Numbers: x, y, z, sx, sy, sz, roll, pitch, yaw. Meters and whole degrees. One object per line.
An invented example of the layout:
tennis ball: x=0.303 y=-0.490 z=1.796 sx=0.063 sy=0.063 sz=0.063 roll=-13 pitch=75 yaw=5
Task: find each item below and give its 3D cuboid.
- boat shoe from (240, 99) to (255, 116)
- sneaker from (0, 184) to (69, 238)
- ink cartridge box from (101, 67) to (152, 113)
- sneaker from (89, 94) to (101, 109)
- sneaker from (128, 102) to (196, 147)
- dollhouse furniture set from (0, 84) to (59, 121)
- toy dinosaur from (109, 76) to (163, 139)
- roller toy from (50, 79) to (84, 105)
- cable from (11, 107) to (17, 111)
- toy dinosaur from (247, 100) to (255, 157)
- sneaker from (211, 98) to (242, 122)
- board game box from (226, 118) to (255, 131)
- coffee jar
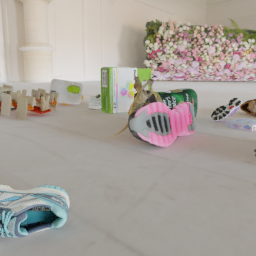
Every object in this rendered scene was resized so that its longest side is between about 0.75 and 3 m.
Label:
boat shoe: x=5.405 y=-0.808 z=11.550 sx=0.784 sy=0.836 sz=2.321 roll=-5 pitch=6 yaw=-1
sneaker: x=-1.446 y=1.028 z=3.402 sx=1.484 sy=0.576 sz=0.640 roll=-4 pitch=16 yaw=-18
ink cartridge box: x=0.170 y=-1.840 z=13.218 sx=2.767 sy=2.045 sz=1.048 roll=-6 pitch=14 yaw=-27
sneaker: x=-1.240 y=-1.387 z=14.353 sx=0.638 sy=0.727 sz=1.815 roll=9 pitch=13 yaw=41
sneaker: x=0.771 y=-0.125 z=7.935 sx=1.425 sy=1.180 sz=2.988 roll=-2 pitch=2 yaw=36
dollhouse furniture set: x=-4.615 y=-0.991 z=12.160 sx=2.510 sy=1.307 sz=2.538 roll=15 pitch=15 yaw=12
toy dinosaur: x=0.347 y=-0.679 z=8.556 sx=0.751 sy=2.581 sz=1.305 roll=35 pitch=-39 yaw=-21
roller toy: x=-3.412 y=-1.943 z=15.450 sx=1.733 sy=1.327 sz=1.899 roll=10 pitch=7 yaw=2
cable: x=-5.504 y=-0.866 z=13.434 sx=0.765 sy=0.193 sz=0.372 roll=-6 pitch=23 yaw=37
toy dinosaur: x=3.821 y=0.206 z=6.064 sx=1.870 sy=1.184 sz=2.759 roll=2 pitch=16 yaw=-21
sneaker: x=3.787 y=-0.589 z=10.659 sx=1.339 sy=0.559 sz=0.540 roll=-30 pitch=50 yaw=-6
board game box: x=4.098 y=-0.127 z=9.625 sx=1.007 sy=0.207 sz=1.005 roll=-8 pitch=14 yaw=-33
coffee jar: x=1.337 y=-0.774 z=10.162 sx=2.433 sy=1.269 sz=1.038 roll=-8 pitch=14 yaw=-30
